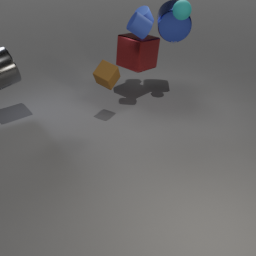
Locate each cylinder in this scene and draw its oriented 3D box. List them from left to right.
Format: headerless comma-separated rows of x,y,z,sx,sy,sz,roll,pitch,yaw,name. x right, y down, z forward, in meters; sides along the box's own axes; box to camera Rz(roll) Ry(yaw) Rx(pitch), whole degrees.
-4.993,-2.138,10.521,1.400,1.400,1.400,-31,41,-23,cylinder
0.415,-3.706,10.144,0.700,0.700,0.700,27,23,-22,cylinder
0.729,-4.982,12.604,0.700,0.700,0.700,-14,55,21,cylinder
1.985,-4.641,12.141,1.400,1.400,1.400,2,39,3,cylinder

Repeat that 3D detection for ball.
2.014,-4.398,10.442,0.700,0.700,0.700,0,31,0,ball

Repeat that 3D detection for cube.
-0.787,-1.977,10.450,0.700,0.700,0.700,29,75,15,cube
0.445,-3.509,12.872,1.400,1.400,1.400,27,36,33,cube
